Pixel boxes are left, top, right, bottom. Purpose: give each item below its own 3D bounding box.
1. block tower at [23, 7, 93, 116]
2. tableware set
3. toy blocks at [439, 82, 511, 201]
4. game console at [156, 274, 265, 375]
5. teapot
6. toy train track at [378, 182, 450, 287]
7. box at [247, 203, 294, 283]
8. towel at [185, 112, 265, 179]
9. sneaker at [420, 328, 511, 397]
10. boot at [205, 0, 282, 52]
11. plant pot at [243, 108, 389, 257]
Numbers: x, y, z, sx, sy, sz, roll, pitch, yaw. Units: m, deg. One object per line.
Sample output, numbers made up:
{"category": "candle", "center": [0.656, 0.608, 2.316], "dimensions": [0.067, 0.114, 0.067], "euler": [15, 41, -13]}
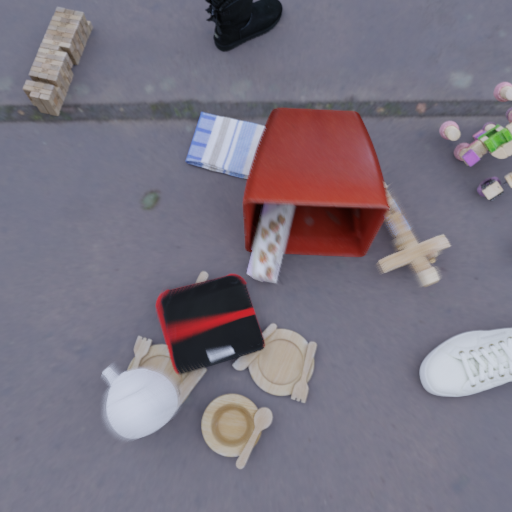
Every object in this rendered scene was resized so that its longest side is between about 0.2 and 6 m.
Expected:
{"category": "block tower", "center": [-3.956, -3.939, 11.199], "dimensions": [0.588, 0.629, 2.176], "euler": [13, 72, 4]}
{"category": "tableware set", "center": [-0.608, 1.910, 9.506], "dimensions": [3.012, 0.349, 2.516], "euler": [31, 75, 9]}
{"category": "toy blocks", "center": [4.428, -2.183, 10.489], "dimensions": [1.504, 1.354, 1.609], "euler": [-35, 100, 19]}
{"category": "game console", "center": [-0.774, 1.104, 9.429], "dimensions": [1.608, 0.250, 1.422], "euler": [-14, 78, -18]}
{"category": "teapot", "center": [-1.846, 2.176, 8.712], "dimensions": [1.196, 1.180, 0.873], "euler": [-18, 114, 8]}
{"category": "toy train track", "center": [2.591, -0.488, 9.890], "dimensions": [1.255, 0.356, 2.189], "euler": [-22, 65, -2]}
{"category": "box", "center": [0.374, -0.734, 10.073], "dimensions": [0.470, 0.504, 2.430], "euler": [12, 82, 13]}
{"category": "towel", "center": [-0.445, -2.123, 10.849], "dimensions": [1.644, 0.196, 1.207], "euler": [14, 73, 5]}
{"category": "sneaker", "center": [4.055, 1.585, 9.202], "dimensions": [2.717, 1.150, 0.989], "euler": [-17, 75, -4]}
{"category": "boot", "center": [-0.193, -4.963, 11.058], "dimensions": [1.809, 1.482, 0.669], "euler": [-35, 77, -11]}
{"category": "plant pot", "center": [0.928, -1.281, 9.578], "dimensions": [2.194, 2.192, 1.933], "euler": [2, 70, 1]}
